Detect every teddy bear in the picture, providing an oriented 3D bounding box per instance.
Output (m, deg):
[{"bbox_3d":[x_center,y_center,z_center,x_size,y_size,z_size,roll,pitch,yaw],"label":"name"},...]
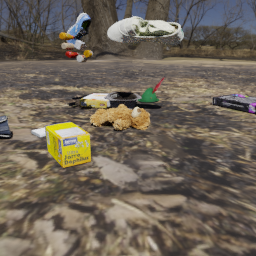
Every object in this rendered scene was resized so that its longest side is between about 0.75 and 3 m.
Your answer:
[{"bbox_3d":[-0.306,-0.456,10.604,2.279,0.761,1.652,10,22,30],"label":"teddy bear"}]

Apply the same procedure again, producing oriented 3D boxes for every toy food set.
[{"bbox_3d":[-2.009,-3.147,11.193,1.590,0.759,0.715,33,25,15],"label":"toy food set"}]

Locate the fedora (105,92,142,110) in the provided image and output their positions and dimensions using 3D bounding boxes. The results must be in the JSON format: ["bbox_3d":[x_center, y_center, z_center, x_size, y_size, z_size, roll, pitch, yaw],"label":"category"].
[{"bbox_3d":[-0.212,-1.062,12.434,1.570,0.802,1.775,-9,22,-24],"label":"fedora"}]

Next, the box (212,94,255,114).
[{"bbox_3d":[5.634,-1.214,13.556,1.780,0.449,2.489,-11,21,-32],"label":"box"}]

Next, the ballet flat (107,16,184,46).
[{"bbox_3d":[0.619,-3.698,10.422,2.928,1.016,1.016,8,18,9],"label":"ballet flat"}]

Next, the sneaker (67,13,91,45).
[{"bbox_3d":[-2.153,-4.264,12.352,0.615,1.566,0.698,17,23,-48],"label":"sneaker"}]

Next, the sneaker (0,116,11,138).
[{"bbox_3d":[-4.577,0.101,8.737,1.477,0.777,2.044,-1,16,5],"label":"sneaker"}]

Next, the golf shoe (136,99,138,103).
[{"bbox_3d":[0.005,-1.456,14.471,0.981,0.379,0.432,5,25,16],"label":"golf shoe"}]

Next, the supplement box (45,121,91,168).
[{"bbox_3d":[-1.680,0.410,7.723,0.793,0.798,1.458,-11,20,-29],"label":"supplement box"}]

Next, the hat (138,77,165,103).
[{"bbox_3d":[1.155,-2.085,15.017,1.150,1.222,1.388,11,20,32],"label":"hat"}]

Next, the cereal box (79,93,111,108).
[{"bbox_3d":[-1.452,-1.422,14.275,1.415,0.389,1.966,4,18,12],"label":"cereal box"}]

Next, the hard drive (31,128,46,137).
[{"bbox_3d":[-2.794,0.107,9.828,0.961,0.128,0.634,-16,23,-42],"label":"hard drive"}]
